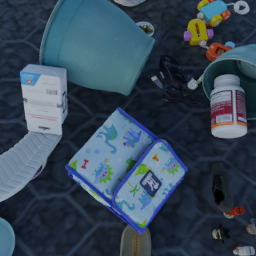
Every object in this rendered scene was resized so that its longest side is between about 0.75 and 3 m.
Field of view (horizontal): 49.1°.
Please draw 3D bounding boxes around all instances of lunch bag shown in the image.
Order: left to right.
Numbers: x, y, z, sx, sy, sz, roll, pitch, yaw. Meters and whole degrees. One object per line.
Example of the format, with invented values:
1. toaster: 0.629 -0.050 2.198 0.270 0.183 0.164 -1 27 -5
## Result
1. lunch bag: 0.004 1.099 7.272 2.510 1.600 2.134 39 72 5

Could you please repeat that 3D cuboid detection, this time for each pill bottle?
1. pill bottle: 2.926 -0.633 8.201 0.968 0.968 1.713 4 73 2

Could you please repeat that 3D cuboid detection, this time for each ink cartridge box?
1. ink cartridge box: -2.247 -0.749 7.684 1.046 1.802 0.611 8 34 1

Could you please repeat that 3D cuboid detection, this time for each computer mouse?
1. computer mouse: 1.112 -1.357 8.018 1.388 0.455 1.977 3 54 -35

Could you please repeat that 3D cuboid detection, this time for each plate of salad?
1. plate of salad: 0.541 -3.495 9.924 0.772 0.186 0.772 0 68 0

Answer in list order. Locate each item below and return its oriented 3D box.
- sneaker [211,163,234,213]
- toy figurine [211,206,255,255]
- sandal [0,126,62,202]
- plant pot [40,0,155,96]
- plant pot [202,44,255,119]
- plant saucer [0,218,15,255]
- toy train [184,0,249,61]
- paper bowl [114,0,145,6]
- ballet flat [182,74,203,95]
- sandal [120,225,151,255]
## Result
1. sneaker: 2.335 1.454 7.084 0.480 0.574 1.265 -26 49 31
2. toy figurine: 2.759 2.594 7.048 1.052 0.744 1.069 36 69 7
3. sandal: -2.836 1.002 7.707 1.206 0.728 2.963 28 55 21
4. plant pot: -0.715 -2.293 8.210 2.562 2.727 2.727 26 69 -1
5. plant pot: 3.461 -1.512 8.107 2.135 2.135 1.430 34 64 14
6. plant saucer: -3.563 2.987 7.146 1.404 0.192 1.404 0 66 -1
7. toy train: 3.009 -3.204 9.541 2.033 0.753 2.706 21 72 7
8. paper bowl: 0.069 -5.149 10.275 1.597 0.831 1.597 0 67 0
9. ballet flat: 2.185 -1.468 8.944 1.135 0.388 0.386 -35 72 -14
10. sandal: 0.209 3.511 6.648 0.997 0.671 2.483 0 66 -1
